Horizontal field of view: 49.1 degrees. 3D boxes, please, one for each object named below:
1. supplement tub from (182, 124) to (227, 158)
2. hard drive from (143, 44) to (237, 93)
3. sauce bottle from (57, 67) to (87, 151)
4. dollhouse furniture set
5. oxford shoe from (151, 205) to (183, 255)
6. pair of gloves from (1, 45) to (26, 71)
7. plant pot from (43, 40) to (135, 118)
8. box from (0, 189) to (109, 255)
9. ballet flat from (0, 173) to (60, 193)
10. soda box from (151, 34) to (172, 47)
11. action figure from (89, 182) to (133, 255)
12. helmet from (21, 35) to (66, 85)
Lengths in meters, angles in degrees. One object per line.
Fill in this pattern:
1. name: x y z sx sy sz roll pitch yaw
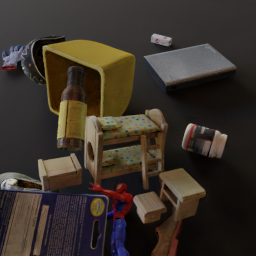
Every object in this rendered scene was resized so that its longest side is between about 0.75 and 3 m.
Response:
1. supplement tub: 2.133 0.370 7.853 1.091 0.765 0.765 17 47 17
2. hard drive: 2.359 -2.396 10.913 2.960 0.487 2.065 -15 46 -15
3. sauce bottle: -0.868 -0.320 4.494 0.436 0.436 1.348 2 75 2
4. dollhouse furniture set: -0.249 0.827 6.029 2.908 1.617 2.572 -8 31 -24
5. oxford shoe: 0.898 2.185 6.183 0.553 0.521 1.478 9 44 17
6. pair of gloves: -4.119 -3.011 11.728 2.338 0.266 1.880 -4 46 -3
7. plant pot: -0.945 -1.546 8.904 2.266 2.251 2.318 26 42 25
8. box: -1.793 2.175 5.905 2.688 0.435 1.628 3 64 5
9. ballet flat: -2.542 1.461 6.785 1.780 0.567 0.600 10 88 7
10. soda box: 1.518 -3.989 12.700 0.906 0.289 0.309 22 48 21
11. action figure: -0.484 2.113 5.993 1.162 0.766 2.348 16 44 -7
12. helmet: -2.862 -2.374 9.983 1.747 1.832 1.832 -21 47 -8
